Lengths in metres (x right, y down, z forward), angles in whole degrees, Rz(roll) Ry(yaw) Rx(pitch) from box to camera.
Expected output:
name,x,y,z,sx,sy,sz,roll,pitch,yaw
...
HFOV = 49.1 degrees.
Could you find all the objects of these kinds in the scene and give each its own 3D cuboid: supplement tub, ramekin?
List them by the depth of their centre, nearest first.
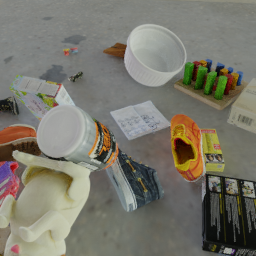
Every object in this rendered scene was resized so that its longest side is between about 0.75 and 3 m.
name,x,y,z,sx,sy,sz,roll,pitch,yaw
supplement tub,-1.204,0.387,7.553,1.418,2.315,1.418,-6,71,19
ramekin,1.111,-3.194,12.734,2.723,1.429,2.723,8,63,-16

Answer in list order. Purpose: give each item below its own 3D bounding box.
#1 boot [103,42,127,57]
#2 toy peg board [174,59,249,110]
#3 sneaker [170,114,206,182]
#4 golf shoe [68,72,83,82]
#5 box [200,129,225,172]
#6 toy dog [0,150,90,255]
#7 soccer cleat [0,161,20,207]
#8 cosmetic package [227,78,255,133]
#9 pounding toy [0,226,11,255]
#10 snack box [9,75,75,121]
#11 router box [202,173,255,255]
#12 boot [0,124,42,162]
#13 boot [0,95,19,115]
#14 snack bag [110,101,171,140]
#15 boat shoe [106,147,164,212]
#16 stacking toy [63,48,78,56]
name,x,y,z,sx,sy,sz,roll,pitch,yaw
boot,-0.186,-3.844,14.548,2.584,0.885,2.432,22,46,24
toy peg board,3.856,-2.321,12.531,2.507,1.231,2.518,-33,51,-32
sneaker,1.916,0.380,9.354,1.083,1.145,2.968,-27,35,17
golf shoe,-2.512,-2.507,13.452,0.364,0.319,0.827,20,44,32
box,2.840,0.730,9.655,0.634,0.422,1.683,2,41,3
toy dog,-2.044,2.154,6.740,1.870,2.598,2.680,12,74,12
soccer cleat,-3.578,1.816,8.206,0.838,0.781,2.289,-11,40,-20
cosmetic package,5.097,-0.944,11.223,1.268,0.895,2.449,25,48,26
pounding toy,-3.800,2.716,6.891,1.880,1.079,1.075,10,38,12
snack box,-2.779,-0.829,9.925,1.721,2.419,0.641,14,68,15
router box,2.894,2.356,7.691,1.641,0.562,2.200,8,42,9
boot,-4.378,0.570,9.529,2.694,1.011,1.444,-8,37,-20
boot,-5.026,-0.797,11.371,1.028,0.491,1.361,-19,39,-17
snack bag,0.510,-0.375,11.086,1.947,0.208,1.835,-17,44,-19
boat shoe,0.052,1.286,8.732,1.213,0.946,2.672,-13,48,-18
stacking toy,-3.205,-4.231,15.535,0.815,0.344,0.738,-13,17,-19
